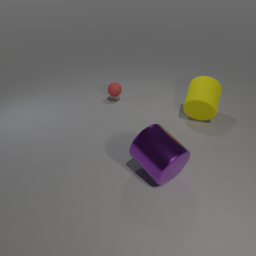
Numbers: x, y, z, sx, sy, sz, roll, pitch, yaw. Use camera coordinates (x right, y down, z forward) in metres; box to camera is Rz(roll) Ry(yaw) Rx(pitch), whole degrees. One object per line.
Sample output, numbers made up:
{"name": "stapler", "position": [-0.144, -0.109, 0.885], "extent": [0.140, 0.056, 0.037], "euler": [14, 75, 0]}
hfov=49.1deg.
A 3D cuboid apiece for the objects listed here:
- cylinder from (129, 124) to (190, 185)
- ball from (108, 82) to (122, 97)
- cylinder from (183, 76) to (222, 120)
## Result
{"name": "cylinder", "position": [0.989, 0.818, 8.859], "extent": [1.400, 1.400, 1.400], "euler": [-24, 55, -34]}
{"name": "ball", "position": [-0.655, -1.892, 13.816], "extent": [0.700, 0.700, 0.700], "euler": [0, 31, 0]}
{"name": "cylinder", "position": [3.237, -1.283, 12.170], "extent": [1.400, 1.400, 1.400], "euler": [11, 59, 18]}
